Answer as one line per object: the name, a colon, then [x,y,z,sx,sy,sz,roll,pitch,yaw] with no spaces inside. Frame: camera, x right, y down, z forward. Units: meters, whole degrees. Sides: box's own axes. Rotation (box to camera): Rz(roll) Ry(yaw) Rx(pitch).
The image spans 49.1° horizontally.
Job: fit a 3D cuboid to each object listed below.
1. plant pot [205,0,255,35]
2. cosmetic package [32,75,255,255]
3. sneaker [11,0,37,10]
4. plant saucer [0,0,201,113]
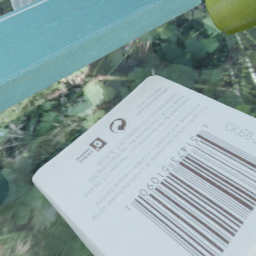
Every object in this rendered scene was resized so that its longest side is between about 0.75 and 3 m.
plant pot: [2.843,-3.072,6.064,2.140,1.967,2.140,12,71,-40]
cosmetic package: [0.507,0.991,3.192,1.818,2.203,1.816,32,62,34]
sneaker: [-2.393,-3.899,6.032,1.117,1.703,2.960,-2,85,5]
plant saucer: [-0.567,-0.978,2.674,2.678,0.254,0.936,-32,64,-16]
